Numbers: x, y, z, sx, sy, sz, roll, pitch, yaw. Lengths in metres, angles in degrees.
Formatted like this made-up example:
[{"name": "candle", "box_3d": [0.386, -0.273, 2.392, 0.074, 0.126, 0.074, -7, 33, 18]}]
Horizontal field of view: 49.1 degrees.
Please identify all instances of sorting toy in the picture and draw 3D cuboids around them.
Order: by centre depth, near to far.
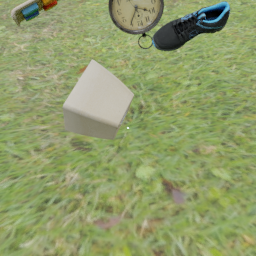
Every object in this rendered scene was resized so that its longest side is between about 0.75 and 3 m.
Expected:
[{"name": "sorting toy", "box_3d": [-1.679, -2.330, 5.345, 1.131, 0.206, 1.047, -37, 18, -6]}]

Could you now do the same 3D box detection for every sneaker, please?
[{"name": "sneaker", "box_3d": [1.848, -3.100, 8.353, 2.417, 0.990, 0.885, -23, 84, 2]}]

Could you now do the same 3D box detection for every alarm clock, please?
[{"name": "alarm clock", "box_3d": [0.308, -3.650, 8.835, 1.676, 2.484, 0.827, -13, 36, 9]}]

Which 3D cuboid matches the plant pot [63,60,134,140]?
[{"name": "plant pot", "box_3d": [-0.557, -0.423, 5.770, 1.062, 1.199, 1.198, 26, 66, 0]}]
